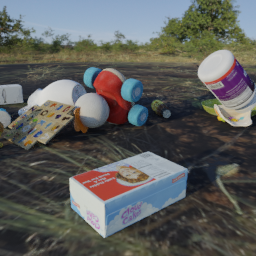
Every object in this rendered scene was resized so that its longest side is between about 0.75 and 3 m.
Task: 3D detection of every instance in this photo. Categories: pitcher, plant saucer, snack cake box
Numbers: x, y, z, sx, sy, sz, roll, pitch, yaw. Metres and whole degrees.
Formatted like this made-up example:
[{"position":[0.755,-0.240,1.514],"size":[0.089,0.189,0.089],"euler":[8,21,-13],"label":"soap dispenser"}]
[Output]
[{"position":[-3.456,-1.177,12.857],"size":[2.721,1.649,2.334],"euler":[-3,30,29],"label":"pitcher"},{"position":[5.021,-0.955,13.705],"size":[2.813,0.437,2.813],"euler":[0,18,0],"label":"plant saucer"},{"position":[0.054,1.265,5.918],"size":[2.217,0.745,1.275],"euler":[-13,23,-36],"label":"snack cake box"}]

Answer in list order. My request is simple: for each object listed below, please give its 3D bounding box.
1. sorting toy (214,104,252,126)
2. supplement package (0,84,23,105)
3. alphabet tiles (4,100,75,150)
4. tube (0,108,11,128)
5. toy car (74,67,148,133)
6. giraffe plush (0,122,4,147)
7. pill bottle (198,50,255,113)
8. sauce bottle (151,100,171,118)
[{"position":[4.431,-0.419,11.605],"size":[1.467,0.784,1.320],"euler":[1,25,-1],"label":"sorting toy"},{"position":[-6.892,-1.877,15.744],"size":[1.685,0.985,0.988],"euler":[-11,20,-32],"label":"supplement package"},{"position":[-3.179,-0.204,10.022],"size":[2.671,0.085,2.223],"euler":[15,52,41],"label":"alphabet tiles"},{"position":[-5.702,-0.565,12.150],"size":[1.105,0.719,2.854],"euler":[-4,12,-31],"label":"tube"},{"position":[-1.101,-0.693,10.972],"size":[2.554,2.451,2.771],"euler":[24,56,34],"label":"toy car"},{"position":[-4.610,0.043,9.116],"size":[1.203,1.484,1.280],"euler":[16,-2,27],"label":"giraffe plush"},{"position":[2.893,-1.242,7.940],"size":[1.862,1.047,1.047],"euler":[39,-2,-29],"label":"pill bottle"},{"position":[1.575,-0.904,13.253],"size":[0.603,0.603,1.862],"euler":[-3,16,-10],"label":"sauce bottle"}]
